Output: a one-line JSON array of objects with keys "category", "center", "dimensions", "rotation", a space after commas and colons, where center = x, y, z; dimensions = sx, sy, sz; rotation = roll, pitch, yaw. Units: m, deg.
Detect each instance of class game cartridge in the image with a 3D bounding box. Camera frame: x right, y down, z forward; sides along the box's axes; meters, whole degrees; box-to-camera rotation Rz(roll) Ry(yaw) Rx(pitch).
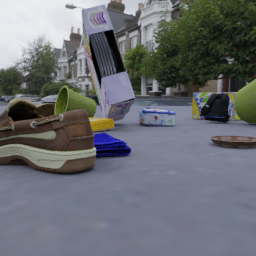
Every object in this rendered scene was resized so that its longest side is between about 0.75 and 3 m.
[{"category": "game cartridge", "center": [-1.481, -0.069, 6.644], "dimensions": [1.563, 0.288, 1.773], "rotation": [5, 7, 41]}]

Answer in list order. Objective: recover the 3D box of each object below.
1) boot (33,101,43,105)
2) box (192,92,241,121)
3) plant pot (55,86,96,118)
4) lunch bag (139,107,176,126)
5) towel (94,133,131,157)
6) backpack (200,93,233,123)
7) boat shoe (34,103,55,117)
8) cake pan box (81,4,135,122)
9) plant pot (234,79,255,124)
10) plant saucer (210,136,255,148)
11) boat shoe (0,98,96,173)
[{"category": "boot", "center": [-4.132, -0.954, 13.601], "dimensions": [1.546, 0.739, 0.569], "rotation": [-1, 5, -6]}, {"category": "box", "center": [3.726, -0.883, 11.180], "dimensions": [1.681, 1.064, 1.745], "rotation": [6, 8, 39]}, {"category": "plant pot", "center": [-1.828, -0.748, 10.020], "dimensions": [1.206, 1.270, 1.270], "rotation": [11, -2, -33]}, {"category": "lunch bag", "center": [0.888, -0.339, 8.461], "dimensions": [1.076, 0.507, 1.343], "rotation": [1, 6, -3]}, {"category": "towel", "center": [-0.441, 0.218, 3.875], "dimensions": [0.692, 0.232, 0.937], "rotation": [-1, 5, -23]}, {"category": "backpack", "center": [2.981, -0.647, 9.162], "dimensions": [0.973, 0.927, 0.750], "rotation": [9, -17, 33]}, {"category": "boat shoe", "center": [-3.251, -0.595, 10.399], "dimensions": [1.776, 0.633, 0.573], "rotation": [-5, 7, -30]}, {"category": "cake pan box", "center": [-0.601, -1.549, 7.684], "dimensions": [0.709, 2.497, 2.711], "rotation": [-18, -5, -10]}, {"category": "plant pot", "center": [4.080, -0.831, 8.038], "dimensions": [1.925, 1.925, 1.828], "rotation": [-2, -7, -18]}, {"category": "plant saucer", "center": [1.715, 0.218, 4.487], "dimensions": [0.771, 0.124, 0.771], "rotation": [0, 6, 0]}, {"category": "boat shoe", "center": [-1.216, 0.022, 3.261], "dimensions": [1.978, 0.732, 0.731], "rotation": [2, 6, 25]}]
